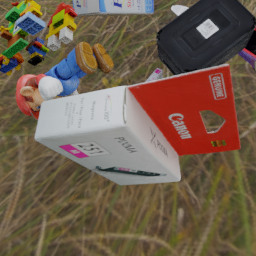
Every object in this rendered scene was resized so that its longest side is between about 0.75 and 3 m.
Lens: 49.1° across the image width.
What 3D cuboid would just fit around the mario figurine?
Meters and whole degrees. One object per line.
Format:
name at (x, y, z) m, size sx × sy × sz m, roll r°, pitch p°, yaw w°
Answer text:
mario figurine at (-1.141, -0.630, 4.933) m, size 1.979 × 1.222 × 1.049 m, roll -25°, pitch 54°, yaw 32°

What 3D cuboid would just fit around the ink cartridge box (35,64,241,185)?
ink cartridge box at (0.453, 0.269, 4.449) m, size 2.467 × 2.843 × 0.619 m, roll -8°, pitch 64°, yaw 21°

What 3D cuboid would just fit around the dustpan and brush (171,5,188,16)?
dustpan and brush at (1.698, -2.229, 6.503) m, size 0.563 × 1.373 × 1.967 m, roll -52°, pitch 24°, yaw 7°

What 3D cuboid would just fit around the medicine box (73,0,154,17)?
medicine box at (-0.436, -4.631, 8.498) m, size 1.287 × 2.278 × 2.500 m, roll 15°, pitch 27°, yaw 38°

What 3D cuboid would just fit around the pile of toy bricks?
pile of toy bricks at (-2.710, -2.518, 6.907) m, size 2.922 × 1.621 × 1.442 m, roll -16°, pitch 64°, yaw 34°

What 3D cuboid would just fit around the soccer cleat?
soccer cleat at (3.372, -1.751, 6.776) m, size 2.649 × 0.904 × 0.970 m, roll 26°, pitch 28°, yaw -24°

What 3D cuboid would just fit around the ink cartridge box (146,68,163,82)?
ink cartridge box at (0.559, -0.842, 6.218) m, size 0.190 × 0.904 × 0.540 m, roll 31°, pitch 69°, yaw 22°

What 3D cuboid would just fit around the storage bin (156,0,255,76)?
storage bin at (1.454, -1.703, 5.392) m, size 1.611 × 0.755 × 1.089 m, roll -37°, pitch 75°, yaw 1°
